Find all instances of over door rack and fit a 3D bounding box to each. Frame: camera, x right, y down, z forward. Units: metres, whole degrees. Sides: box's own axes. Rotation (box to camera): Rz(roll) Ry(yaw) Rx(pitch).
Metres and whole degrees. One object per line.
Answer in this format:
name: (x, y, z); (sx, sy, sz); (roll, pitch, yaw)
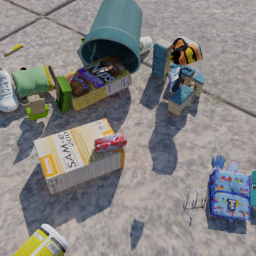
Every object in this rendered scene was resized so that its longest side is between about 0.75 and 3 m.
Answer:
over door rack: (2.341, 2.498, 9.342); (0.699, 0.315, 0.946); (-3, 64, -3)

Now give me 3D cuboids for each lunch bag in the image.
lunch bag: (3.364, 2.316, 9.307); (1.212, 0.757, 1.610); (9, 63, 3)

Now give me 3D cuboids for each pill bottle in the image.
pill bottle: (-2.665, 3.738, 7.833); (1.052, 1.052, 1.871); (31, 57, 23)

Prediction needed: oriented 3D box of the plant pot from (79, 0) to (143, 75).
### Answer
plant pot: (-0.558, -4.242, 12.761); (2.769, 2.769, 2.712); (8, 68, 7)

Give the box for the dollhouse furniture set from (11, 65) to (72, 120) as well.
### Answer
dollhouse furniture set: (-3.727, -1.935, 11.773); (1.814, 1.390, 2.769); (-16, 61, -25)

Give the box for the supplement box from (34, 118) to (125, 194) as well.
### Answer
supplement box: (-1.718, 0.928, 10.035); (2.784, 1.024, 1.755); (-19, 54, -18)

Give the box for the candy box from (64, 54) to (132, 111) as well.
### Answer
candy box: (-1.440, -2.089, 12.504); (2.820, 0.796, 1.646); (-27, 57, -13)

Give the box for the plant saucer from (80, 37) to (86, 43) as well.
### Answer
plant saucer: (-1.510, -4.283, 14.728); (1.663, 0.398, 1.661); (-18, 53, -14)

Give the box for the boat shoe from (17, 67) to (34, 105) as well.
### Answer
boat shoe: (-4.676, -1.917, 12.671); (0.748, 0.620, 2.083); (-9, 52, -7)

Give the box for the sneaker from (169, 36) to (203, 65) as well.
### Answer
sneaker: (2.077, -3.105, 11.445); (1.094, 0.850, 2.431); (-24, 26, -3)

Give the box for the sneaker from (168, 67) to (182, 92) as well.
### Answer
sneaker: (1.482, -1.551, 9.092); (0.381, 0.375, 0.989); (6, 57, 24)

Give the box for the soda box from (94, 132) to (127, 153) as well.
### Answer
soda box: (-0.593, 0.505, 9.544); (1.099, 0.385, 0.348); (-13, 55, -19)

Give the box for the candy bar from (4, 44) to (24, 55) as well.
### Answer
candy bar: (-6.024, -4.171, 14.811); (0.295, 0.131, 1.183); (30, 57, 26)

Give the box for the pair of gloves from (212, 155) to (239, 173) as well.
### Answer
pair of gloves: (3.580, 1.420, 10.310); (1.057, 0.120, 0.850); (22, 53, 16)

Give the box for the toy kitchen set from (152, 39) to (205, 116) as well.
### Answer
toy kitchen set: (1.803, -2.271, 12.315); (2.754, 1.622, 2.206); (35, 59, 25)

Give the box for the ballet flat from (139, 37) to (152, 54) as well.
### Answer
ballet flat: (0.430, -4.109, 14.325); (2.188, 0.760, 0.760); (-26, 56, -16)

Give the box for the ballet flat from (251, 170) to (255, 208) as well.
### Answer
ballet flat: (4.497, 2.105, 9.544); (0.534, 0.534, 1.489); (14, 53, 11)

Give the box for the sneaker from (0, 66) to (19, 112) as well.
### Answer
sneaker: (-5.435, -1.699, 12.124); (0.916, 1.218, 2.446); (-20, 55, -17)
